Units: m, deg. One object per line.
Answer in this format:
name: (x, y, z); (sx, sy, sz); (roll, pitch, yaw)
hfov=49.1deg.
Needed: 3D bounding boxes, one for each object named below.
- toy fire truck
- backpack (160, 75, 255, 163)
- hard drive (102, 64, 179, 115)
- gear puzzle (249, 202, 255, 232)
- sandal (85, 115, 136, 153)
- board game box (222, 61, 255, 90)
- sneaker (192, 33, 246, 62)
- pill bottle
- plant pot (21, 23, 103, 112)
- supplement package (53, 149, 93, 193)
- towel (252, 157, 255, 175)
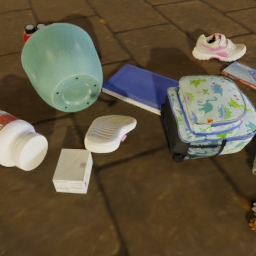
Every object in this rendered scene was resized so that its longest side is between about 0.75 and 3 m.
toy fire truck: (-3.968, -4.016, 13.200); (1.871, 1.368, 2.126); (-6, 57, -7)
backpack: (2.665, -0.378, 8.912); (2.703, 1.987, 2.474); (-3, 55, -9)
hard drive: (0.705, -1.602, 11.328); (2.932, 0.372, 1.935); (24, 50, 22)
gear puzzle: (3.934, 2.259, 7.629); (1.726, 0.226, 0.894); (-25, 50, -22)
sandal: (-0.533, 0.203, 7.800); (1.154, 0.697, 2.835); (11, 18, 13)
board game box: (5.252, -2.185, 12.025); (1.090, 0.206, 2.117); (-36, 55, -28)
sneaker: (4.291, -3.791, 12.994); (2.430, 1.072, 0.989); (0, 45, 0)
pill bottle: (-3.876, 0.285, 8.702); (2.634, 1.478, 1.478); (22, 49, 20)
plant pot: (-2.190, -1.931, 10.145); (2.782, 2.782, 2.233); (-18, 56, -17)
supplement package: (-1.603, 1.264, 8.318); (0.892, 0.635, 1.146); (3, 47, 4)
towel: (5.352, 0.917, 8.816); (2.367, 0.424, 2.458); (20, 50, 19)
